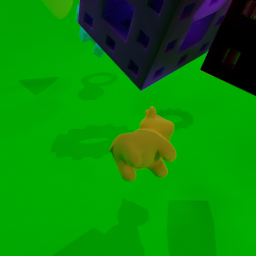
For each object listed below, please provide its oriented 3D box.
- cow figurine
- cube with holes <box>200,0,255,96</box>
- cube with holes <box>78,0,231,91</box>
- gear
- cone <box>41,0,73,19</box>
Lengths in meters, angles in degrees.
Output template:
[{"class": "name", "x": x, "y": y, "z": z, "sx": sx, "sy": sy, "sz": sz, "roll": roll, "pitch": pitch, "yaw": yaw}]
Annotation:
[{"class": "cow figurine", "x": 0.243, "y": 0.212, "z": 4.603, "sx": 1.311, "sy": 0.720, "sz": 1.290, "roll": -3, "pitch": 40, "yaw": -28}, {"class": "cube with holes", "x": 1.545, "y": -0.777, "z": 2.344, "sx": 1.135, "sy": 1.135, "sz": 1.135, "roll": 34, "pitch": 27, "yaw": 28}, {"class": "cube with holes", "x": 0.358, "y": -1.516, "z": 3.245, "sx": 1.283, "sy": 1.283, "sz": 1.283, "roll": -33, "pitch": 73, "yaw": -27}, {"class": "gear", "x": -0.175, "y": -2.465, "z": 6.455, "sx": 1.968, "sy": 0.364, "sz": 1.968, "roll": 4, "pitch": 75, "yaw": -14}, {"class": "cone", "x": -2.595, "y": -4.308, "z": 8.952, "sx": 1.237, "sy": 1.233, "sz": 1.233, "roll": 23, "pitch": 42, "yaw": 12}]
